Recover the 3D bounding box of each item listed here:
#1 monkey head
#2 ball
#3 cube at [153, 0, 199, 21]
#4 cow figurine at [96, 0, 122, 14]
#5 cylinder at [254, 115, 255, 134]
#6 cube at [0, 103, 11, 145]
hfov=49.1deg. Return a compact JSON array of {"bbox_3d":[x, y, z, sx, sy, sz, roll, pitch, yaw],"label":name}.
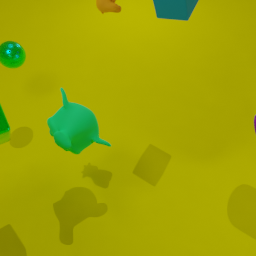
[{"bbox_3d":[-1.171,-0.004,6.213,1.057,1.262,1.754,-40,100,-5],"label":"monkey head"},{"bbox_3d":[-3.158,-1.984,7.600,0.738,0.738,0.738,0,54,0],"label":"ball"},{"bbox_3d":[1.050,-2.938,6.132,0.771,0.771,0.771,16,65,26],"label":"cube"},{"bbox_3d":[-0.569,-2.865,5.805,0.921,0.936,0.514,11,16,14],"label":"cow figurine"},{"bbox_3d":[3.632,0.066,6.191,1.207,1.207,1.207,-22,43,39],"label":"cylinder"},{"bbox_3d":[-2.822,-0.227,4.625,1.287,1.287,1.287,-22,89,-25],"label":"cube"}]
